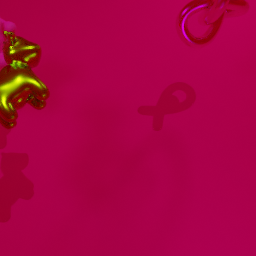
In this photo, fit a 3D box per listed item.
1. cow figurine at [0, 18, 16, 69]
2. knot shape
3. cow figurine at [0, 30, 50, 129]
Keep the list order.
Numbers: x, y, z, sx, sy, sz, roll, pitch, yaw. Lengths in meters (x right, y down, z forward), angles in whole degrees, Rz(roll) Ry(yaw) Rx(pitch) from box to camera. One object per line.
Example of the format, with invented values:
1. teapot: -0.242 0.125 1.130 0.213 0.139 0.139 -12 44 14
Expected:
1. cow figurine: -3.161 -1.744 6.297 1.602 0.894 1.628 24 100 49
2. knot shape: 2.042 -2.679 6.416 1.637 1.749 0.808 -20 69 -41
3. cow figurine: -2.094 -0.924 5.051 1.498 0.835 1.522 49 58 -1
